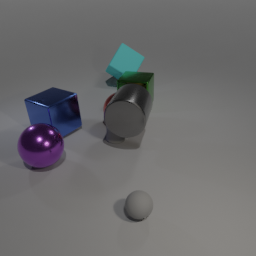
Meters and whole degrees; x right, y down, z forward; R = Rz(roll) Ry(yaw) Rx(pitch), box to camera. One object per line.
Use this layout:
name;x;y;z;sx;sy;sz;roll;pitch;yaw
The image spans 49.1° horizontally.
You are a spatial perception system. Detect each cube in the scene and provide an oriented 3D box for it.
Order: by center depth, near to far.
cube;-2.797;-0.573;10.625;1.400;1.400;1.400;18;36;33
cube;0.373;-1.689;12.780;1.400;1.400;1.400;6;29;14
cube;-0.190;-3.390;14.956;1.400;1.400;1.400;30;-8;-11

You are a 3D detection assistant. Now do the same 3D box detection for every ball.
ball;0.276;1.899;6.940;0.700;0.700;0.700;0;29;0
ball;-2.703;0.542;8.736;1.400;1.400;1.400;0;29;0
ball;-0.275;-0.725;11.045;1.400;1.400;1.400;0;29;0

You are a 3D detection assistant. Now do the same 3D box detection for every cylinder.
cylinder;0.041;-0.604;9.448;1.400;1.400;1.400;6;31;11
cylinder;-0.443;0.113;10.260;0.700;0.700;0.700;1;28;-1
